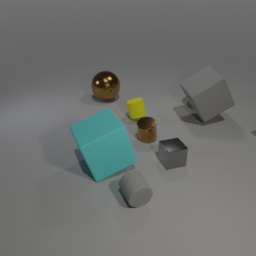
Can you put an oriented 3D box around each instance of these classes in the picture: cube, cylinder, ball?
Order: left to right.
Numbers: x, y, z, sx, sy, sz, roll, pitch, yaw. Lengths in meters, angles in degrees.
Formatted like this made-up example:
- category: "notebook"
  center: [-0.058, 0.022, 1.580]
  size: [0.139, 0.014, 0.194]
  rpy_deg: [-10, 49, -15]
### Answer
- category: "cube"
  center: [-0.761, 0.483, 8.570]
  size: [1.400, 1.400, 1.400]
  rpy_deg: [-26, 34, -10]
- category: "ball"
  center: [-1.068, -2.029, 13.439]
  size: [1.400, 1.400, 1.400]
  rpy_deg: [0, 29, 0]
- category: "cylinder"
  center: [0.204, 1.624, 7.500]
  size: [0.700, 0.700, 0.700]
  rpy_deg: [-12, 37, -21]
- category: "cylinder"
  center: [0.352, -0.832, 11.769]
  size: [0.700, 0.700, 0.700]
  rpy_deg: [-15, 18, 5]
- category: "cylinder"
  center: [0.697, 0.068, 10.256]
  size: [0.700, 0.700, 0.700]
  rpy_deg: [-5, 42, 5]
- category: "cube"
  center: [1.437, 0.820, 9.047]
  size: [0.700, 0.700, 0.700]
  rpy_deg: [-9, 30, -16]
- category: "cube"
  center: [3.187, -1.380, 11.336]
  size: [1.400, 1.400, 1.400]
  rpy_deg: [-31, 32, 8]
